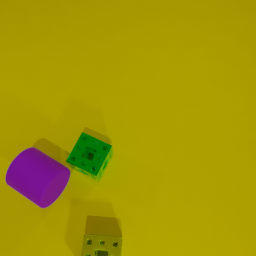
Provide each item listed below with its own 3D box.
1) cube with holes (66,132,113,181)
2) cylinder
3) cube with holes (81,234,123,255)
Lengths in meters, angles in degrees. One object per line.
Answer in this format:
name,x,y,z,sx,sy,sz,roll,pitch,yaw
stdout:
cube with holes,-1.012,0.805,7.666,0.896,0.896,0.896,24,72,8
cylinder,-2.210,1.218,6.953,1.115,1.115,1.115,29,73,14
cube with holes,-0.624,3.120,6.830,0.911,0.911,0.911,5,70,2
